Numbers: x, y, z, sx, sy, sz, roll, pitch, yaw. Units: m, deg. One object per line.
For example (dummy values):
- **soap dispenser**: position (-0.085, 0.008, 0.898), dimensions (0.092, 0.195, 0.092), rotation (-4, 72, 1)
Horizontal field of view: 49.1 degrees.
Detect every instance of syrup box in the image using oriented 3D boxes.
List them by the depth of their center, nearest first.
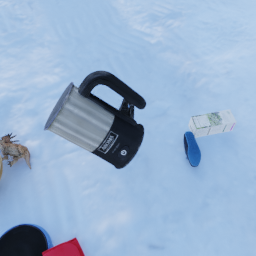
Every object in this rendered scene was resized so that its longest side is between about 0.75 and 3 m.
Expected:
- **syrup box**: position (3.313, -0.171, 11.034), dimensions (1.661, 0.676, 0.654), rotation (-10, 57, -7)

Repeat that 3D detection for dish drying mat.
- **dish drying mat**: position (-1.351, 4.623, 7.859), dimensions (1.128, 0.267, 2.938), rotation (-16, 58, -31)

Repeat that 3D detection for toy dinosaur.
- **toy dinosaur**: position (-4.210, 0.786, 10.430), dimensions (1.812, 0.778, 1.228), rotation (28, 14, -5)

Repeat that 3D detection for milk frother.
- **milk frother**: position (-0.848, -0.417, 8.050), dimensions (2.322, 2.469, 2.228), rotation (32, 87, -20)

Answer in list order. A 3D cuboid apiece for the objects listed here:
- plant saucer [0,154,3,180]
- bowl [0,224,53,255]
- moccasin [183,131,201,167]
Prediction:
- **plant saucer**: position (-5.021, 1.804, 9.455), dimensions (2.294, 0.406, 2.294), rotation (-18, 48, 21)
- **bowl**: position (-3.240, 3.825, 8.554), dimensions (1.830, 0.359, 1.830), rotation (0, 56, 0)
- **moccasin**: position (2.401, 0.822, 10.503), dimensions (0.585, 0.495, 1.453), rotation (4, 57, -6)
